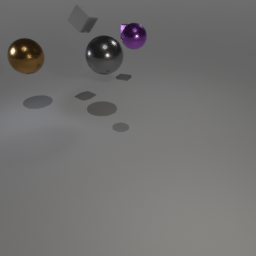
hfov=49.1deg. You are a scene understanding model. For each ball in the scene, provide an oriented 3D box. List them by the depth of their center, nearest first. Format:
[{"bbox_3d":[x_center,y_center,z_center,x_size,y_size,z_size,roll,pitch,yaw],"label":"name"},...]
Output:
[{"bbox_3d":[0.169,-2.518,7.691,0.700,0.700,0.700,0,30,0],"label":"ball"},{"bbox_3d":[-0.865,-2.661,10.262,1.400,1.400,1.400,0,30,0],"label":"ball"},{"bbox_3d":[-4.051,-2.848,11.156,1.400,1.400,1.400,0,30,0],"label":"ball"}]

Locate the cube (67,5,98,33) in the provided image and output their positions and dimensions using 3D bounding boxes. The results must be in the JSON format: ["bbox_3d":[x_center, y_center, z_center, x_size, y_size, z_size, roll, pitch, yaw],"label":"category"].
[{"bbox_3d":[-1.687,-4.081,10.503,0.700,0.700,0.700,44,28,5],"label":"cube"}]

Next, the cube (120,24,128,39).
[{"bbox_3d":[0.085,-4.763,13.868,0.700,0.700,0.700,12,26,21],"label":"cube"}]
